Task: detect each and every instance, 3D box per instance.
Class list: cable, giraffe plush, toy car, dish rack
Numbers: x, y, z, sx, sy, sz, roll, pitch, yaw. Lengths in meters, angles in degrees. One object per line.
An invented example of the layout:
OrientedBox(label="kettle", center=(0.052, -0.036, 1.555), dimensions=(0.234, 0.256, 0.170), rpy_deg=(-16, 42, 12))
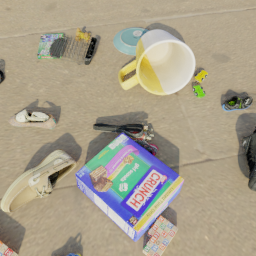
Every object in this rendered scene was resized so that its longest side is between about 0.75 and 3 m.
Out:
OrientedBox(label="cable", center=(-0.217, 0.182, 9.934), dimensions=(2.225, 0.560, 1.081), rpy_deg=(-1, 21, 10))
OrientedBox(label="giraffe plush", center=(-2.142, -4.418, 13.439), dimensions=(0.626, 0.666, 0.771), rpy_deg=(14, 19, -2))
OrientedBox(label="toy car", center=(2.746, -1.719, 11.546), dimensions=(1.512, 0.337, 1.423), rpy_deg=(-12, 55, -8))
OrientedBox(label="dish rack", center=(-2.495, -3.613, 12.688), dimensions=(2.000, 0.546, 1.534), rpy_deg=(12, 54, -3))

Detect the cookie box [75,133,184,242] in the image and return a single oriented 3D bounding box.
OrientedBox(label="cookie box", center=(0.035, 1.703, 8.642), dimensions=(2.548, 0.957, 2.179), rpy_deg=(37, 60, 23))

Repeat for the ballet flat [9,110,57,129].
OrientedBox(label="ballet flat", center=(-3.573, -0.380, 10.379), dimensions=(1.851, 0.622, 0.630), rpy_deg=(3, 53, 2))

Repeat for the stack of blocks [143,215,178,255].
OrientedBox(label="stack of blocks", center=(0.865, 3.152, 7.989), dimensions=(0.629, 0.320, 1.093), rpy_deg=(32, 60, 21))

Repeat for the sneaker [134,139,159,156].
OrientedBox(label="sneaker", center=(0.584, 0.667, 9.757), dimensions=(0.934, 0.377, 0.349), rpy_deg=(18, 50, 13))

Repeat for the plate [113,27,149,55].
OrientedBox(label="plate", center=(0.357, -4.281, 13.453), dimensions=(2.160, 0.276, 2.160), rpy_deg=(-1, 54, 1))

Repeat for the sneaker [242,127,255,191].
OrientedBox(label="sneaker", center=(4.300, 0.885, 9.328), dimensions=(1.258, 0.924, 2.781), rpy_deg=(27, 55, 22))

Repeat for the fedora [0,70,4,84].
OrientedBox(label="fedora", center=(-5.878, -2.258, 11.790), dimensions=(1.241, 0.567, 1.241), rpy_deg=(0, 54, 0))

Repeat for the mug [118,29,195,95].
OrientedBox(label="mug", center=(1.006, -2.840, 11.237), dimensions=(2.775, 2.222, 2.278), rpy_deg=(-3, 38, -7))

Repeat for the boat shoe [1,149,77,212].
OrientedBox(label="boat shoe", center=(-2.711, 1.709, 8.714), dimensions=(0.828, 0.920, 2.550), rpy_deg=(33, 55, 23))

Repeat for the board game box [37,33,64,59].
OrientedBox(label="board game box", center=(-3.624, -3.859, 13.166), dimensions=(1.070, 0.231, 1.590), rpy_deg=(-2, 54, -2))

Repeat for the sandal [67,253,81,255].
OrientedBox(label="sandal", center=(-1.749, 3.615, 7.605), dimensions=(0.953, 0.415, 0.379), rpy_deg=(-15, 57, -9))

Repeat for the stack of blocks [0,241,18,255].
OrientedBox(label="stack of blocks", center=(-3.885, 3.431, 7.727), dimensions=(1.409, 0.413, 0.811), rpy_deg=(26, 58, 17))

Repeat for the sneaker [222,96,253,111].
OrientedBox(label="sneaker", center=(4.299, -0.988, 10.887), dimensions=(1.272, 0.527, 0.451), rpy_deg=(-13, 56, -9))
